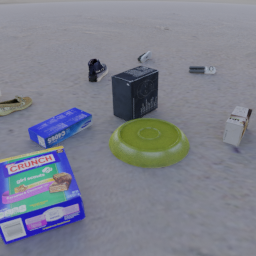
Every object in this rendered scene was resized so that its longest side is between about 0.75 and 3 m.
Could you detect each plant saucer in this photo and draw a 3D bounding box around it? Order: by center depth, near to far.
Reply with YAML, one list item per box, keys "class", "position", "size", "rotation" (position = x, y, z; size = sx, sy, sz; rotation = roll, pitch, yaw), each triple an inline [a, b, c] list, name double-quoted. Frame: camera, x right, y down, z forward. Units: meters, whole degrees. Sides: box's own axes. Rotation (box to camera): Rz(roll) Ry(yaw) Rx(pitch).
- class: "plant saucer"
  position: [0.736, 0.340, 9.744]
  size: [2.828, 0.439, 2.828]
  rotation: [1, 31, 0]

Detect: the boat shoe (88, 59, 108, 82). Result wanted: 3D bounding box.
- class: "boat shoe"
  position: [-1.624, -3.391, 15.393]
  size: [0.838, 1.040, 2.243]
  rotation: [4, 32, 7]

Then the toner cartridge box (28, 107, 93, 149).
- class: "toner cartridge box"
  position: [-2.444, -0.057, 10.362]
  size: [1.034, 0.470, 2.177]
  rotation: [24, 39, 33]

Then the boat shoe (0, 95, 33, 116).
- class: "boat shoe"
  position: [-4.842, -1.042, 11.955]
  size: [0.618, 0.529, 1.687]
  rotation: [20, 36, 30]

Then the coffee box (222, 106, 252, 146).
- class: "coffee box"
  position: [3.947, -0.110, 10.100]
  size: [0.587, 0.832, 1.472]
  rotation: [18, 36, 27]

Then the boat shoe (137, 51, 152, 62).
- class: "boat shoe"
  position: [1.096, -4.617, 18.005]
  size: [0.411, 0.498, 1.451]
  rotation: [16, 37, 25]

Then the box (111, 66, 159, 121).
- class: "box"
  position: [0.313, -1.416, 11.397]
  size: [1.079, 1.741, 1.712]
  rotation: [22, 37, 36]

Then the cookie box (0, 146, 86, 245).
- class: "cookie box"
  position: [-2.348, 1.562, 7.258]
  size: [1.942, 0.853, 2.271]
  rotation: [-13, 33, -18]

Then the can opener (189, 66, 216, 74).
- class: "can opener"
  position: [4.225, -3.275, 15.938]
  size: [1.514, 0.399, 0.503]
  rotation: [3, -7, 4]
